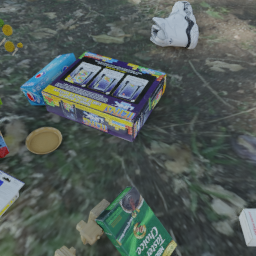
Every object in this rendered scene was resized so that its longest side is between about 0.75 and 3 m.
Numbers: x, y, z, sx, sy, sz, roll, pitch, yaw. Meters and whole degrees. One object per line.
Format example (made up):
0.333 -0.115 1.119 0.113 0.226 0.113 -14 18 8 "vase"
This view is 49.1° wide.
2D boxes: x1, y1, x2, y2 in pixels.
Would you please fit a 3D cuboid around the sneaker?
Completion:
1.733 -4.255 11.315 1.677 1.096 2.918 -1 49 -5 "sneaker"

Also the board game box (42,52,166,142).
-0.637 -1.079 8.456 2.915 0.827 2.410 20 51 18 "board game box"

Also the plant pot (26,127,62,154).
-2.250 0.355 7.543 0.956 0.131 0.956 0 46 0 "plant pot"

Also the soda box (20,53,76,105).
-2.391 -1.581 8.916 0.651 0.688 2.029 2 42 34 "soda box"

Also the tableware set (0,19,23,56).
-3.332 -2.516 7.723 0.922 0.621 0.142 42 20 -10 "tableware set"

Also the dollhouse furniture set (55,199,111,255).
-0.532 2.294 5.093 1.017 1.187 1.248 32 39 21 "dollhouse furniture set"

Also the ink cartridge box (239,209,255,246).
2.839 2.031 5.732 0.906 0.397 0.658 1 45 -1 "ink cartridge box"

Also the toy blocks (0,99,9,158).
-4.121 0.528 6.751 2.763 1.381 1.889 -25 62 -21 "toy blocks"

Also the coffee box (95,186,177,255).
0.191 1.958 5.210 0.940 0.336 1.529 -40 101 -34 "coffee box"

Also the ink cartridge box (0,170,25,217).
-3.003 1.488 6.396 0.940 0.223 0.951 21 48 21 "ink cartridge box"
